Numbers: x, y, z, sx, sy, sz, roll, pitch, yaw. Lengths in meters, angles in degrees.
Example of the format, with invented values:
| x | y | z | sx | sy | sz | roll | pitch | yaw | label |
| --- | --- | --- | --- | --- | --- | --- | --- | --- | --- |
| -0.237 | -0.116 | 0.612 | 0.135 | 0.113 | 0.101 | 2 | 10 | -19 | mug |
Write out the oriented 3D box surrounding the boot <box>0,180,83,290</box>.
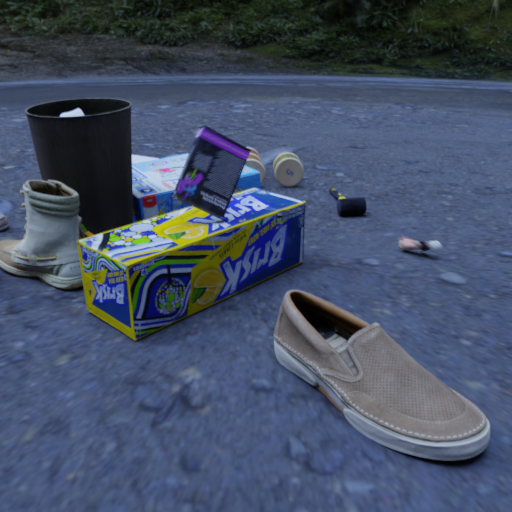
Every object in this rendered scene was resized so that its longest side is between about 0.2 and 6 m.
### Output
| x | y | z | sx | sy | sz | roll | pitch | yaw | label |
| --- | --- | --- | --- | --- | --- | --- | --- | --- | --- |
| -4.028 | -0.509 | 10.279 | 2.373 | 1.835 | 0.855 | 14 | 27 | 30 | boot |

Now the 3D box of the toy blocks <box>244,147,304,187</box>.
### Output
| x | y | z | sx | sy | sz | roll | pitch | yaw | label |
| --- | --- | --- | --- | --- | --- | --- | --- | --- | --- |
| 0.320 | -2.781 | 16.928 | 1.984 | 0.864 | 2.380 | -2 | 23 | -4 | toy blocks |

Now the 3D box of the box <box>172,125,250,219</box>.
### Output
| x | y | z | sx | sy | sz | roll | pitch | yaw | label |
| --- | --- | --- | --- | --- | --- | --- | --- | --- | --- |
| -0.746 | -1.385 | 9.351 | 0.931 | 1.302 | 0.235 | 25 | -9 | -23 | box |

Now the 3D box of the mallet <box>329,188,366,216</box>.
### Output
| x | y | z | sx | sy | sz | roll | pitch | yaw | label |
| --- | --- | --- | --- | --- | --- | --- | --- | --- | --- |
| 2.134 | -1.453 | 14.490 | 0.704 | 0.440 | 2.137 | -7 | 19 | -12 | mallet |

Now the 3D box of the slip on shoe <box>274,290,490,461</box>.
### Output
| x | y | z | sx | sy | sz | roll | pitch | yaw | label |
| --- | --- | --- | --- | --- | --- | --- | --- | --- | --- |
| 1.406 | 1.346 | 7.011 | 1.199 | 0.956 | 3.155 | -15 | 27 | -32 | slip on shoe |

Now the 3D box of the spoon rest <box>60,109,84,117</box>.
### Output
| x | y | z | sx | sy | sz | roll | pitch | yaw | label |
| --- | --- | --- | --- | --- | --- | --- | --- | --- | --- |
| -3.327 | -2.047 | 11.257 | 1.193 | 2.401 | 0.728 | -18 | 59 | -8 | spoon rest |

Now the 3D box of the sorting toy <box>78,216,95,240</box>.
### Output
| x | y | z | sx | sy | sz | roll | pitch | yaw | label |
| --- | --- | --- | --- | --- | --- | --- | --- | --- | --- |
| -3.226 | -0.270 | 10.580 | 0.208 | 1.156 | 1.551 | -30 | 35 | -28 | sorting toy |

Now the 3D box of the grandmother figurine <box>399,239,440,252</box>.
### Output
| x | y | z | sx | sy | sz | roll | pitch | yaw | label |
| --- | --- | --- | --- | --- | --- | --- | --- | --- | --- |
| 3.321 | -0.214 | 11.356 | 0.820 | 0.248 | 0.497 | 2 | -8 | 40 | grandmother figurine |

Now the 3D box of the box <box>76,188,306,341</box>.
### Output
| x | y | z | sx | sy | sz | roll | pitch | yaw | label |
| --- | --- | --- | --- | --- | --- | --- | --- | --- | --- |
| -0.908 | -0.062 | 9.883 | 1.435 | 1.317 | 4.097 | 21 | 31 | 39 | box |

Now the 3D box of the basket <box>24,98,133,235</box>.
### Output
| x | y | z | sx | sy | sz | roll | pitch | yaw | label |
| --- | --- | --- | --- | --- | --- | --- | --- | --- | --- |
| -3.481 | -1.654 | 11.655 | 1.958 | 2.880 | 2.597 | 1 | 24 | 1 | basket |

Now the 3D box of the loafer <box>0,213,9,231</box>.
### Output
| x | y | z | sx | sy | sz | roll | pitch | yaw | label |
| --- | --- | --- | --- | --- | --- | --- | --- | --- | --- |
| -6.770 | -1.030 | 12.956 | 2.282 | 0.717 | 0.820 | 9 | 25 | 21 | loafer |

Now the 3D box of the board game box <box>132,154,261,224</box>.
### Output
| x | y | z | sx | sy | sz | roll | pitch | yaw | label |
| --- | --- | --- | --- | --- | --- | --- | --- | --- | --- |
| -1.920 | -1.743 | 14.138 | 3.050 | 0.871 | 3.115 | -15 | 26 | -24 | board game box |

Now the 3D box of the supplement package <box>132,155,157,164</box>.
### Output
| x | y | z | sx | sy | sz | roll | pitch | yaw | label |
| --- | --- | --- | --- | --- | --- | --- | --- | --- | --- |
| -3.399 | -2.334 | 15.883 | 1.117 | 0.842 | 0.848 | 13 | 26 | 28 | supplement package |
